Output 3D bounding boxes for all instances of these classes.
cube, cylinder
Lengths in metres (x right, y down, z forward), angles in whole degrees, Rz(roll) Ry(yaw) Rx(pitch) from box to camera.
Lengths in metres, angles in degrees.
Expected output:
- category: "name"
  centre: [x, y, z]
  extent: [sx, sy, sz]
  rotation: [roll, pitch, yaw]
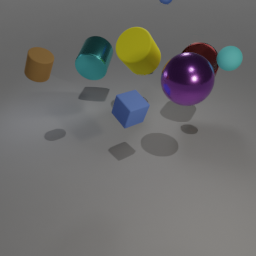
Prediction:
- category: "cube"
  centre: [0.061, -0.539, 7.899]
  extent: [0.700, 0.700, 0.700]
  rotation: [-20, 57, -33]
- category: "cylinder"
  centre: [2.623, -2.320, 10.363]
  extent: [1.400, 1.400, 1.400]
  rotation: [9, 7, 15]
- category: "cylinder"
  centre: [-2.463, -1.751, 7.764]
  extent: [0.700, 0.700, 0.700]
  rotation: [16, 44, -16]
- category: "cylinder"
  centre: [0.423, -2.902, 10.747]
  extent: [1.400, 1.400, 1.400]
  rotation: [14, -4, 22]
- category: "cylinder"
  centre: [-1.469, -3.066, 12.322]
  extent: [1.400, 1.400, 1.400]
  rotation: [6, 50, 9]

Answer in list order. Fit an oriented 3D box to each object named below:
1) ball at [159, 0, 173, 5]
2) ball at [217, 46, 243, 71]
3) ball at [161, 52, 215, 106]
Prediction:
- category: "ball"
  centre: [1.758, -6.056, 12.891]
  extent: [0.700, 0.700, 0.700]
  rotation: [0, 31, 0]
- category: "ball"
  centre: [2.920, -1.999, 8.060]
  extent: [0.700, 0.700, 0.700]
  rotation: [0, 31, 0]
- category: "ball"
  centre: [1.568, -1.283, 7.422]
  extent: [1.400, 1.400, 1.400]
  rotation: [0, 31, 0]
